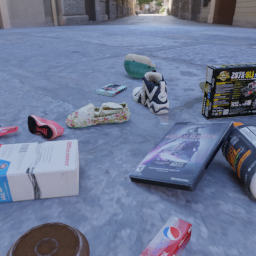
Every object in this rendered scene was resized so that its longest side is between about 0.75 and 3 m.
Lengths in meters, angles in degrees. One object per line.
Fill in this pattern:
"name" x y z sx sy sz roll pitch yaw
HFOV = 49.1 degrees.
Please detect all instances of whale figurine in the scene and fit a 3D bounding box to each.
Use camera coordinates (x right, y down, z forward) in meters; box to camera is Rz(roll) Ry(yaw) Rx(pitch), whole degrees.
"whale figurine" 0.748 -3.962 18.549 2.176 1.419 2.736 14 5 17

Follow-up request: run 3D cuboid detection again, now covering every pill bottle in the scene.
"pill bottle" 3.694 0.801 8.297 1.429 1.429 2.690 -2 26 -4

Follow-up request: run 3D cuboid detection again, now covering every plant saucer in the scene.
"plant saucer" -1.705 2.596 5.897 1.775 0.306 1.775 -1 26 0

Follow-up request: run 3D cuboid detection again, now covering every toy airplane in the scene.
"toy airplane" -4.991 0.355 10.443 1.825 0.336 1.825 0 26 0

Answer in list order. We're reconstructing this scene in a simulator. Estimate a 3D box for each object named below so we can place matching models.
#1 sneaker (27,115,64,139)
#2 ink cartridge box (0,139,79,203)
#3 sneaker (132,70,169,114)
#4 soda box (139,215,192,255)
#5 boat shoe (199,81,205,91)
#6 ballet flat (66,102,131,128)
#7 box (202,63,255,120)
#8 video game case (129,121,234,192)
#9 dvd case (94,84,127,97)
"sneaker" -3.275 -0.037 11.109 1.838 0.678 0.797 24 21 33
"ink cartridge box" -2.569 1.166 8.033 2.271 0.975 1.663 -3 27 -8
"sneaker" 1.065 -2.004 13.531 1.148 1.872 2.877 -7 27 -15
"soda box" 0.773 2.518 5.829 0.534 0.484 1.526 17 30 31
"boat shoe" 4.791 -2.191 15.324 1.743 0.652 0.578 17 30 28
"ballet flat" -1.229 -0.661 11.747 2.788 0.891 1.054 -8 45 -16
"box" 4.800 -1.621 12.259 2.880 2.300 0.711 -5 24 -9
"video game case" 1.648 0.686 8.412 2.098 0.279 2.937 -1 34 44
"dvd case" -0.953 -2.142 15.758 1.188 0.179 1.627 14 30 27
